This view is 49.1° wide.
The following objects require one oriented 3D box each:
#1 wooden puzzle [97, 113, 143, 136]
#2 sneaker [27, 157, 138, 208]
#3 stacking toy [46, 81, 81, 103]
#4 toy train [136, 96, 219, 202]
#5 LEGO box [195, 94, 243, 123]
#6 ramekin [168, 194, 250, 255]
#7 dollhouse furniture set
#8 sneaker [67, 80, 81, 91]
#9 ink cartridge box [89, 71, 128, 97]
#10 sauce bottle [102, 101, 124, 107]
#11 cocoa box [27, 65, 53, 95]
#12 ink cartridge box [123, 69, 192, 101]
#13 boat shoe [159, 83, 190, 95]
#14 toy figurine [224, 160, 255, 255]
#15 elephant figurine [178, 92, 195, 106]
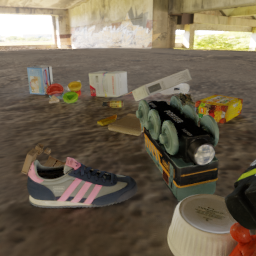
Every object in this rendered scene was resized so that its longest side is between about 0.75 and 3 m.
[{"bbox_3d":[0.168,-0.111,9.629,2.194,0.257,1.480,14,29,35],"label":"wooden puzzle"},{"bbox_3d":[-0.877,1.013,5.487,2.169,0.890,0.761,-3,20,-8],"label":"sneaker"},{"bbox_3d":[-3.003,-1.484,13.325,1.633,0.690,1.479,-5,46,-4],"label":"stacking toy"},{"bbox_3d":[0.994,0.319,6.233,1.222,1.635,2.868,-8,23,-13],"label":"toy train"},{"bbox_3d":[3.521,-0.782,10.854,1.217,0.631,1.635,17,26,39],"label":"LEGO box"},{"bbox_3d":[1.278,1.565,4.385,1.301,0.606,1.301,-1,20,0],"label":"ramekin"},{"bbox_3d":[-1.889,0.961,6.725,1.099,0.536,0.937,24,21,-3],"label":"dollhouse furniture set"},{"bbox_3d":[-2.999,-2.337,15.438,0.626,0.491,1.259,1,19,13],"label":"sneaker"},{"bbox_3d":[-0.959,-2.216,13.953,1.578,1.147,1.142,7,20,29],"label":"ink cartridge box"},{"bbox_3d":[-0.647,-1.026,12.071,0.925,0.299,0.299,-3,20,0],"label":"sauce bottle"},{"bbox_3d":[-4.525,-2.494,14.500,0.920,1.379,0.905,6,21,16],"label":"cocoa box"},{"bbox_3d":[1.358,-1.956,13.595,2.666,0.581,2.314,-24,4,-27],"label":"ink cartridge box"},{"bbox_3d":[2.226,-2.142,14.587,1.922,0.689,0.651,-5,20,-19],"label":"boat shoe"},{"bbox_3d":[2.211,1.241,2.834,1.605,2.271,2.307,-29,34,-35],"label":"toy figurine"},{"bbox_3d":[2.623,-1.254,12.512,0.810,0.628,0.573,15,-21,11],"label":"elephant figurine"}]
